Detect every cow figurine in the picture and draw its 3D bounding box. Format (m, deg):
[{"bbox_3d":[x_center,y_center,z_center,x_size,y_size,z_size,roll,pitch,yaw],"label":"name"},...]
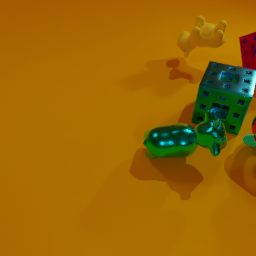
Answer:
[{"bbox_3d":[1.136,0.220,5.728,1.636,1.609,0.898,-5,81,-7],"label":"cow figurine"},{"bbox_3d":[2.278,-2.750,8.706,1.494,1.470,0.820,17,74,16],"label":"cow figurine"}]

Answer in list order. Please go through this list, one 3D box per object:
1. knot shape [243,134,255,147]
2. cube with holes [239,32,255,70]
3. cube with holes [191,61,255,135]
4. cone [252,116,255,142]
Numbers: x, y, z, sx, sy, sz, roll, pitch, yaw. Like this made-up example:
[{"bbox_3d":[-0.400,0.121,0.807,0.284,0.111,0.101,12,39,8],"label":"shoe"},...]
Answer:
[{"bbox_3d":[3.517,0.274,6.290,1.579,0.730,1.478,28,50,23],"label":"knot shape"},{"bbox_3d":[4.085,-2.289,8.261,1.036,1.036,1.036,-10,4,-38],"label":"cube with holes"},{"bbox_3d":[2.416,-0.776,7.078,1.187,1.187,1.187,17,46,17],"label":"cube with holes"},{"bbox_3d":[3.275,-0.127,5.253,1.282,1.287,1.282,5,60,-10],"label":"cone"}]
